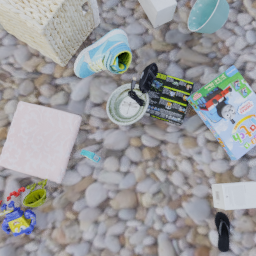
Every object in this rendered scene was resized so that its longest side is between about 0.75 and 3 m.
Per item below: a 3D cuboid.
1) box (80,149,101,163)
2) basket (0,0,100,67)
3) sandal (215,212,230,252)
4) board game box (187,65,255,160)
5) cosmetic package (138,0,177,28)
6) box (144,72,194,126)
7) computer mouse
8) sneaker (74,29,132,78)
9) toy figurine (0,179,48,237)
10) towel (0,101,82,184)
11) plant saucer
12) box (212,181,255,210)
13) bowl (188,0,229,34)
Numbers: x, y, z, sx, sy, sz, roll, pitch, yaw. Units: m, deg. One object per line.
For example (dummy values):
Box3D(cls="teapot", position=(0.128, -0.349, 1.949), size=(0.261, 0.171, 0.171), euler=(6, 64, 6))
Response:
Box3D(cls="box", position=(-1.211, 0.890, 8.935), size=(0.319, 0.774, 0.190), euler=(42, 71, -31))
Box3D(cls="basket", position=(-2.777, -3.967, 8.967), size=(2.862, 2.836, 2.301), euler=(34, 83, 6))
Box3D(cls="sandal", position=(3.014, 3.257, 8.790), size=(0.459, 0.258, 1.207), euler=(-4, 79, -1))
Box3D(cls="board game box", position=(3.477, -0.518, 9.294), size=(1.918, 0.464, 2.536), euler=(-36, 88, -10))
Box3D(cls="cosmetic package", position=(0.866, -4.760, 10.024), size=(0.824, 1.045, 1.942), euler=(-28, 81, -7))
Box3D(cls="box", position=(1.294, -1.044, 9.615), size=(1.601, 0.380, 1.547), euler=(17, 77, 4))
Box3D(cls="computer mouse", position=(0.403, -1.473, 8.726), size=(0.336, 1.026, 1.461), euler=(19, 86, 35))
Box3D(cls="sneaker", position=(-0.773, -1.974, 8.577), size=(2.088, 0.830, 1.363), euler=(-36, 52, 20))
Box3D(cls="toy figurine", position=(-3.208, 2.688, 8.728), size=(2.193, 1.157, 1.314), euler=(-22, 111, 4))
Box3D(cls="towel", position=(-2.900, 0.440, 9.312), size=(2.223, 0.375, 2.328), euler=(15, 79, 4))
Box3D(cls="plant saucer", position=(0.026, -0.739, 9.329), size=(1.509, 0.379, 1.509), euler=(-9, 65, 21))
Box3D(cls="box", position=(3.452, 2.058, 8.614), size=(1.412, 1.075, 0.751), euler=(-4, 78, 0))
Box3D(cls="bowl", position=(2.897, -3.947, 9.741), size=(0.815, 1.558, 1.558), euler=(19, 78, -23))
